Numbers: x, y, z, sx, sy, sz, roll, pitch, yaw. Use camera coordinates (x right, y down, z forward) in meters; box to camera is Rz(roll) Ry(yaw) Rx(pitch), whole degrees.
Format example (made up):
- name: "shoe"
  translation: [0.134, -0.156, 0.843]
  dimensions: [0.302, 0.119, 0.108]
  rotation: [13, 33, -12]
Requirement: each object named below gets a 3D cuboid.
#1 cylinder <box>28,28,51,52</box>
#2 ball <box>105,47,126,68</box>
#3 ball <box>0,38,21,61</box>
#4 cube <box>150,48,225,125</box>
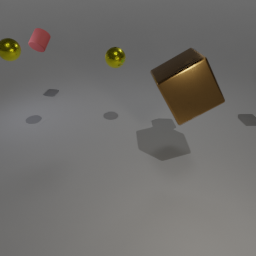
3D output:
- name: "cylinder"
  translation: [-3.663, -3.638, 11.616]
  dimensions: [0.700, 0.700, 0.700]
  rotation: [11, 72, 18]
- name: "ball"
  translation: [-0.427, -2.372, 9.438]
  dimensions: [0.700, 0.700, 0.700]
  rotation: [0, 31, 0]
- name: "ball"
  translation: [-3.706, -2.440, 8.735]
  dimensions: [0.700, 0.700, 0.700]
  rotation: [0, 31, 0]
- name: "cube"
  translation: [1.621, -1.195, 7.886]
  dimensions: [1.400, 1.400, 1.400]
  rotation: [-28, 24, 10]
